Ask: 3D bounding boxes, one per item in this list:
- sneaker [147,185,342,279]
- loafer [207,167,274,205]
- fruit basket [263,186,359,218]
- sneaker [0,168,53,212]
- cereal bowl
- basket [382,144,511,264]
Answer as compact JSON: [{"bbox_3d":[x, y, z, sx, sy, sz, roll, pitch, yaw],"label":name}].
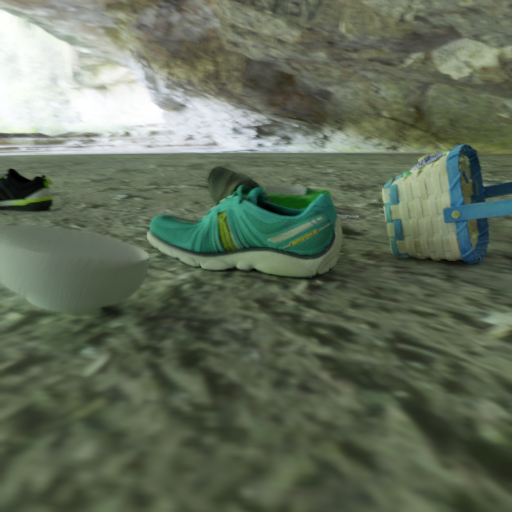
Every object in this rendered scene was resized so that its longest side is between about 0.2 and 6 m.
[{"bbox_3d":[-0.184,-0.413,7.467,2.709,1.079,1.050,3,19,20],"label":"sneaker"},{"bbox_3d":[-0.096,-0.849,8.452,0.721,0.631,2.007,-34,56,-16],"label":"loafer"},{"bbox_3d":[0.712,-0.782,9.660,1.816,0.919,1.961,5,12,21],"label":"fruit basket"},{"bbox_3d":[-5.727,-1.566,13.025,2.299,0.952,0.824,2,13,11],"label":"sneaker"},{"bbox_3d":[-1.897,0.167,5.669,1.552,0.646,1.552,13,8,-2],"label":"cereal bowl"},{"bbox_3d":[3.074,-0.757,7.864,2.349,1.634,2.071,-4,10,27],"label":"basket"}]
